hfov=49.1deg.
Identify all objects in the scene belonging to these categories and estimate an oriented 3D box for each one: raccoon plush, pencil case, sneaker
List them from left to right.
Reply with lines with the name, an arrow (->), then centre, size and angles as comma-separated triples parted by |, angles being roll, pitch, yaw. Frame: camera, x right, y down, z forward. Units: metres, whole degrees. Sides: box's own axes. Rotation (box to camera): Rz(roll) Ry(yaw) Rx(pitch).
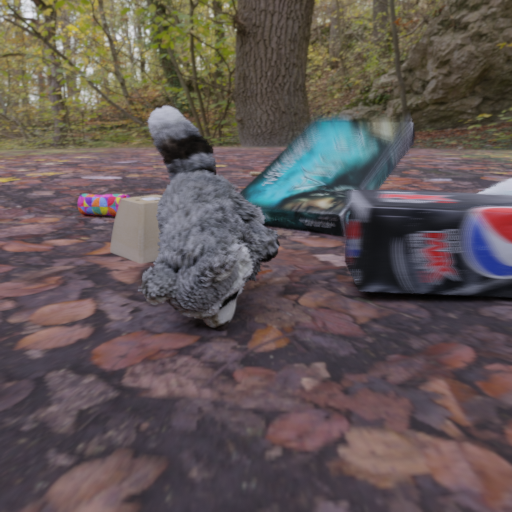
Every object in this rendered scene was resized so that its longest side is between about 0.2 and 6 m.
pencil case -> -4.193, -1.410, 15.600 | 1.558, 0.689, 0.689 | 5, 15, 21
raccoon plush -> -1.173, -0.608, 7.856 | 1.713, 3.540, 2.372 | -40, -10, 12
sneaker -> 5.730, -1.187, 13.142 | 1.001, 1.140, 2.845 | 25, -1, -23

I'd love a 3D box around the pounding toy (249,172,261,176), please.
pounding toy -> 0.686, -2.314, 18.606 | 1.822, 0.949, 2.074 | -1, 14, -2

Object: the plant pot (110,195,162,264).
plant pot -> -2.166, -0.617, 11.503 | 1.298, 1.150, 1.299 | -12, 18, -40

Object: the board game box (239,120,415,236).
board game box -> 1.936, -2.331, 15.302 | 3.268, 0.680, 4.832 | 9, 42, 33

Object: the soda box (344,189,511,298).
soda box -> 3.697, -0.207, 8.928 | 4.339, 1.374, 1.535 | 2, 17, -1
